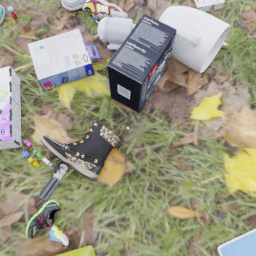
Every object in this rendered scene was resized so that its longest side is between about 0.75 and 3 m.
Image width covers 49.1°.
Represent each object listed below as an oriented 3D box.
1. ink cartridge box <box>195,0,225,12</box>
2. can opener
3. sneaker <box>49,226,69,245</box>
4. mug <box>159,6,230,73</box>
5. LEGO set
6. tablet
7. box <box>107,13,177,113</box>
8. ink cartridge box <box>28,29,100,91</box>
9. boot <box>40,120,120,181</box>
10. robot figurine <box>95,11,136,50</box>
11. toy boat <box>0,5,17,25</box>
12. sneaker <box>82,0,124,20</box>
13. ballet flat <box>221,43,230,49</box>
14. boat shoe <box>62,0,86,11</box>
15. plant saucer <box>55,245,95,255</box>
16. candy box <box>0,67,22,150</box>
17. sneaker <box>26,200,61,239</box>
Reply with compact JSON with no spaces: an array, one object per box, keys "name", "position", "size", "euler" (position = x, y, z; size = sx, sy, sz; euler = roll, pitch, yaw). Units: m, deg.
[{"name":"ink cartridge box","position":[3.544,-5.631,12.482],"size":[1.265,0.429,0.728],"euler":[-13,73,-4]},{"name":"can opener","position":[-2.709,1.911,10.164],"size":[0.483,0.382,1.453],"euler":[15,67,42]},{"name":"sneaker","position":[-2.397,3.763,9.603],"size":[0.416,0.300,0.792],"euler":[-43,76,6]},{"name":"mug","position":[2.241,-3.565,10.694],"size":[2.401,2.739,2.022],"euler":[35,113,14]},{"name":"LEGO set","position":[-3.494,1.023,10.285],"size":[1.394,0.572,0.532],"euler":[39,77,11]},{"name":"tablet","position":[4.502,4.315,9.443],"size":[2.565,0.175,1.669],"euler":[-21,73,-8]},{"name":"box","position":[0.479,-2.237,10.247],"size":[1.358,2.608,2.375],"euler":[29,75,9]},{"name":"ink cartridge box","position":[-2.459,-2.808,11.285],"size":[2.571,0.981,1.754],"euler":[-20,73,-4]},{"name":"boot","position":[-1.715,0.538,10.252],"size":[2.511,0.919,1.890],"euler":[34,76,6]},{"name":"robot figurine","position":[-0.450,-4.034,11.646],"size":[1.860,1.050,1.577],"euler":[6,93,3]},{"name":"toy boat","position":[-5.538,-4.998,12.181],"size":[1.337,0.621,1.124],"euler":[-2,72,0]},{"name":"sneaker","position":[-1.035,-5.000,12.193],"size":[1.990,0.746,0.897],"euler":[33,84,16]},{"name":"ballet flat","position":[3.896,-3.544,11.903],"size":[0.854,0.269,0.293],"euler":[0,72,0]},{"name":"boat shoe","position":[-1.843,-6.432,12.465],"size":[1.085,0.944,2.943],"euler":[42,77,12]},{"name":"plant saucer","position":[-2.184,5.539,8.734],"size":[2.838,0.679,2.834],"euler":[-15,75,-4]},{"name":"candy box","position":[-5.446,-0.663,10.556],"size":[2.494,1.064,2.973],"euler":[-8,72,-2]},{"name":"sneaker","position":[-2.897,3.170,9.576],"size":[0.618,0.567,1.476],"euler":[31,76,23]}]
